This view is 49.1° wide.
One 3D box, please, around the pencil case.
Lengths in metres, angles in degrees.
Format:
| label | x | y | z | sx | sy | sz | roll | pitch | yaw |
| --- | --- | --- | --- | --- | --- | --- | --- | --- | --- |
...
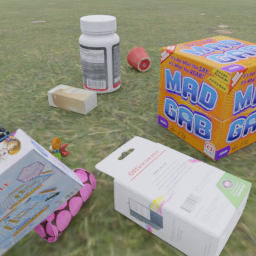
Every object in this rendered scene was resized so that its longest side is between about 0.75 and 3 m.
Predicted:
| label | x | y | z | sx | sy | sz | roll | pitch | yaw |
| --- | --- | --- | --- | --- | --- | --- | --- | --- | --- |
| pencil case | -1.404 | 1.609 | 6.139 | 0.778 | 0.754 | 1.662 | 35 | 37 | 2 |

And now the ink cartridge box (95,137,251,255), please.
| label | x | y | z | sx | sy | sz | roll | pitch | yaw |
| --- | --- | --- | --- | --- | --- | --- | --- | --- | --- |
| ink cartridge box | 0.876 | 1.387 | 6.196 | 2.949 | 0.993 | 1.727 | 23 | 39 | 32 |

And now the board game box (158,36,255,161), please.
| label | x | y | z | sx | sy | sz | roll | pitch | yaw |
| --- | --- | --- | --- | --- | --- | --- | --- | --- | --- |
| board game box | 2.815 | -1.107 | 8.723 | 2.657 | 2.658 | 2.659 | -19 | 36 | -27 |

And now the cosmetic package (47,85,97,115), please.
| label | x | y | z | sx | sy | sz | roll | pitch | yaw |
| --- | --- | --- | --- | --- | --- | --- | --- | --- | --- |
| cosmetic package | -2.121 | -1.113 | 10.732 | 1.706 | 0.606 | 0.897 | 14 | 34 | 22 |

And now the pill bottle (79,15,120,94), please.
| label | x | y | z | sx | sy | sz | roll | pitch | yaw |
| --- | --- | --- | --- | --- | --- | --- | --- | --- | --- |
| pill bottle | -1.163 | -3.077 | 11.733 | 1.663 | 2.920 | 1.663 | 0 | 31 | 0 |

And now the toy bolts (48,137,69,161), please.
| label | x | y | z | sx | sy | sz | roll | pitch | yaw |
| --- | --- | --- | --- | --- | --- | --- | --- | --- | --- |
| toy bolts | -2.113 | 0.581 | 7.930 | 0.552 | 0.761 | 0.796 | 4 | 13 | 18 |

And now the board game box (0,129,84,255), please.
| label | x | y | z | sx | sy | sz | roll | pitch | yaw |
| --- | --- | --- | --- | --- | --- | --- | --- | --- | --- |
| board game box | -1.966 | 1.225 | 4.495 | 2.127 | 2.122 | 0.438 | -39 | 64 | -9 |

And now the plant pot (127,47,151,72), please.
| label | x | y | z | sx | sy | sz | roll | pitch | yaw |
| --- | --- | --- | --- | --- | --- | --- | --- | --- | --- |
| plant pot | 0.627 | -3.425 | 14.259 | 1.096 | 1.096 | 0.970 | -14 | 44 | -21 |

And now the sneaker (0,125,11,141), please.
| label | x | y | z | sx | sy | sz | roll | pitch | yaw |
| --- | --- | --- | --- | --- | --- | --- | --- | --- | --- |
| sneaker | -4.248 | 0.020 | 8.881 | 1.406 | 0.583 | 0.499 | 24 | 40 | 34 |
